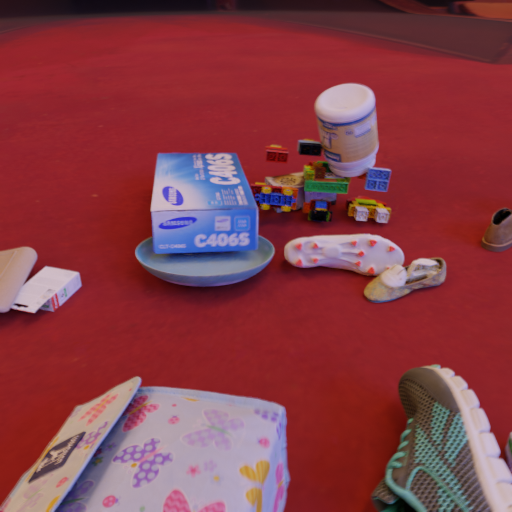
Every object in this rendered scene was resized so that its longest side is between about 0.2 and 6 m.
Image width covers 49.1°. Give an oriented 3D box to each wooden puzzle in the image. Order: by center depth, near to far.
[{"bbox_3d":[-5.124,0.574,9.773,2.159,0.402,1.997,-7,30,0],"label":"wooden puzzle"}]

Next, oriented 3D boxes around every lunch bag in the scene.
[{"bbox_3d":[-1.207,2.442,5.492,2.643,1.680,2.242,3,28,18],"label":"lunch bag"}]

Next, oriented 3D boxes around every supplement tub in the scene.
[{"bbox_3d":[1.931,-2.615,11.787,1.195,1.652,1.195,-9,46,9],"label":"supplement tub"}]

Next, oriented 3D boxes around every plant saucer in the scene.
[{"bbox_3d":[-0.959,0.013,10.606,2.595,0.356,2.595,1,21,-1],"label":"plant saucer"}]

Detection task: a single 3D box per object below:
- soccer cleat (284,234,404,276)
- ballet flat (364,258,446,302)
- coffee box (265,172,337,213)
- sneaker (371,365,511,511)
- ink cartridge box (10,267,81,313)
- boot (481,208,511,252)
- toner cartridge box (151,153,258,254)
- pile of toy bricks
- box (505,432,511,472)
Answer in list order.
[{"bbox_3d":[1.658,-0.076,10.705,2.254,0.781,0.874,3,9,-2],"label":"soccer cleat"},{"bbox_3d":[2.705,0.367,10.090,1.699,0.601,0.601,-12,32,-19],"label":"ballet flat"},{"bbox_3d":[1.058,-1.546,13.332,1.523,0.608,0.861,-10,32,-16],"label":"coffee box"},{"bbox_3d":[1.912,2.374,6.142,1.412,1.201,3.095,-5,29,-1],"label":"sneaker"},{"bbox_3d":[-3.735,0.684,9.802,0.706,0.326,1.296,9,33,15],"label":"ink cartridge box"},{"bbox_3d":[5.436,-0.716,11.836,1.873,0.707,0.689,-25,37,-38],"label":"boot"},{"bbox_3d":[-1.195,-1.304,12.149,1.991,0.905,4.191,-3,25,-7],"label":"toner cartridge box"},{"bbox_3d":[1.456,-1.757,12.625,3.175,1.761,1.567,5,22,-4],"label":"pile of toy bricks"},{"bbox_3d":[3.288,2.412,6.831,0.370,0.317,0.368,4,30,10],"label":"box"}]
